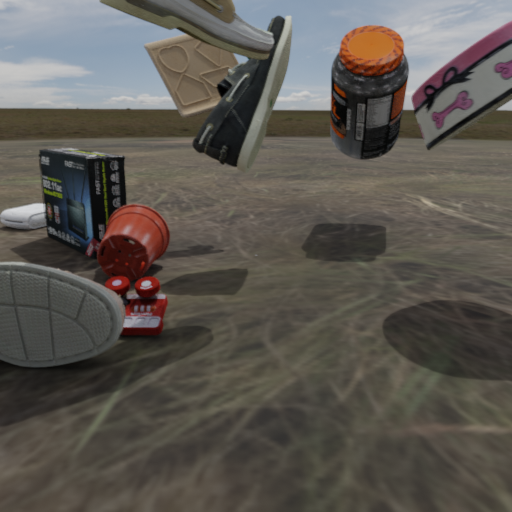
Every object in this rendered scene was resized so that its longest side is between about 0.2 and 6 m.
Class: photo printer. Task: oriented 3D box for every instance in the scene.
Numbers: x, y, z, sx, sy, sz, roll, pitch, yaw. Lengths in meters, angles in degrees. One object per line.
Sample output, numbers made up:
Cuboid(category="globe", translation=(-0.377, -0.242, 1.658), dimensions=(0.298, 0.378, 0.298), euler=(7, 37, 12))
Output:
Cuboid(category="photo printer", translation=(-5.281, -0.919, 13.163), dimensions=(0.987, 0.412, 1.187), euler=(8, 18, 25))

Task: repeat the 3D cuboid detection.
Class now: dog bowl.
Cuboid(category="dog bowl", translation=(3.157, -2.417, 7.771), dimensions=(2.212, 0.816, 2.212), euler=(-32, -3, -2))

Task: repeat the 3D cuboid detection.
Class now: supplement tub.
Cuboid(category="supplement tub", translation=(2.510, -3.625, 12.623), dimensions=(1.665, 2.718, 1.665), euler=(-3, 57, 5))

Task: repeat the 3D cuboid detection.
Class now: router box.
Cuboid(category="router box", translation=(-3.449, -1.127, 11.127), dimensions=(0.776, 1.871, 2.496), euler=(-12, 18, -39))

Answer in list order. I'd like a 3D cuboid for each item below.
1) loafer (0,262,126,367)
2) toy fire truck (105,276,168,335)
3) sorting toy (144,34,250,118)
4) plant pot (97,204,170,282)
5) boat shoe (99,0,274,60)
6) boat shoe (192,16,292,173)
Cuboid(category="loafer", translation=(-2.997, 0.595, 6.420), dimensions=(3.203, 1.151, 1.007), euler=(-2, 8, 5))
Cuboid(category="toy fire truck", translation=(-1.612, 0.703, 7.130), dimensions=(0.959, 0.538, 0.805), euler=(0, 34, 4))
Cuboid(category="sorting toy", translation=(-0.825, -3.953, 11.807), dimensions=(2.588, 1.913, 0.381), euler=(-25, -12, -25))
Cuboid(category="plant pot", translation=(-2.088, -0.167, 9.322), dimensions=(1.124, 1.124, 1.093), euler=(1, 23, 2))
Cuboid(category="boat shoe", translation=(-0.679, -3.207, 7.144), dimensions=(2.536, 0.867, 0.948), euler=(2, 26, -45))
Cuboid(category="boat shoe", translation=(-0.115, -3.054, 9.883), dimensions=(1.117, 3.304, 1.187), euler=(18, -22, 7))
